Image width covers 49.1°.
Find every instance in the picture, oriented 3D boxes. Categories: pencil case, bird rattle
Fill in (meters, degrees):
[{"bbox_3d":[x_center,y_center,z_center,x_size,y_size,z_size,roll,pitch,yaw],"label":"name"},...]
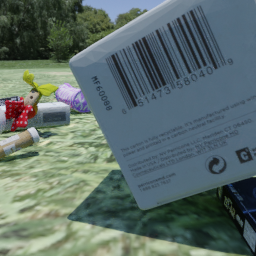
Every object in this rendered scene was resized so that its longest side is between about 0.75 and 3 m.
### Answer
[{"bbox_3d":[-2.089,-1.198,10.833,0.929,0.946,2.214,-2,12,-35],"label":"pencil case"},{"bbox_3d":[-2.484,-0.518,7.056,0.952,1.690,1.378,24,-34,-15],"label":"bird rattle"}]

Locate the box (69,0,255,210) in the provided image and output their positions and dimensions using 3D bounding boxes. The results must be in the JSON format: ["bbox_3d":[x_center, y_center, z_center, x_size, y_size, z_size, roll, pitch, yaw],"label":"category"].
[{"bbox_3d":[0.833,-0.432,3.718,2.080,2.090,1.791,-24,5,21],"label":"box"}]

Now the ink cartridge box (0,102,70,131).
[{"bbox_3d":[-3.301,-0.558,8.988,2.176,0.642,2.718,-8,17,-28],"label":"ink cartridge box"}]

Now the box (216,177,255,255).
[{"bbox_3d":[1.871,1.041,3.475,1.138,0.309,1.420,0,15,1],"label":"box"}]

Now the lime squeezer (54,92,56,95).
[{"bbox_3d":[-3.302,-1.612,13.867,0.747,0.399,2.116,28,6,-17],"label":"lime squeezer"}]

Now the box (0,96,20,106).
[{"bbox_3d":[-4.013,-0.778,9.335,1.074,0.339,1.362,-9,3,-6],"label":"box"}]

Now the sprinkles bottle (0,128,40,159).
[{"bbox_3d":[-2.320,0.329,5.704,0.985,0.336,0.336,-27,27,-28],"label":"sprinkles bottle"}]

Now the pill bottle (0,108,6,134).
[{"bbox_3d":[-3.317,0.070,5.328,1.221,1.221,2.193,1,15,6],"label":"pill bottle"}]
